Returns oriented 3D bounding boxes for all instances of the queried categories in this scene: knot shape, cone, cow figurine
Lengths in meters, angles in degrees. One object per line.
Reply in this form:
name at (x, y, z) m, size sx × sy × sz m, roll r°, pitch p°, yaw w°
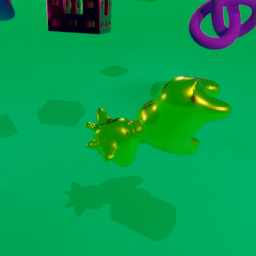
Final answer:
knot shape at (2.505, -2.952, 7.474) m, size 1.920 × 2.051 × 0.948 m, roll -50°, pitch 27°, yaw -1°
cone at (-2.412, -2.632, 4.731) m, size 1.144 × 1.148 × 1.144 m, roll 8°, pitch -6°, yaw 1°
cow figurine at (0.327, -0.092, 3.799) m, size 1.603 × 1.629 × 0.894 m, roll 7°, pitch 49°, yaw -25°

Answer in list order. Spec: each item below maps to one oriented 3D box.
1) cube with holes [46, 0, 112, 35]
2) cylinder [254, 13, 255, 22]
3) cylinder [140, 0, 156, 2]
cube with holes at (-0.971, -2.560, 5.828) m, size 1.066 × 1.066 × 1.066 m, roll 6°, pitch 22°, yaw 7°
cylinder at (1.589, -0.721, 2.052) m, size 0.920 × 0.920 × 0.920 m, roll -37°, pitch 15°, yaw 11°
cylinder at (0.550, -4.453, 8.749) m, size 0.895 × 0.895 × 0.895 m, roll 20°, pitch 26°, yaw 28°
